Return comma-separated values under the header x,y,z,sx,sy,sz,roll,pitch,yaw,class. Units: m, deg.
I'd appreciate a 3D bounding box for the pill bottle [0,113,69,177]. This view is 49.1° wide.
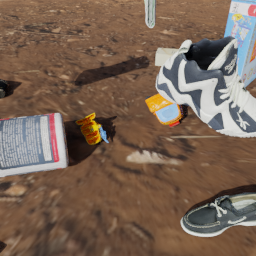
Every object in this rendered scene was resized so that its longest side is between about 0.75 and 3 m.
x,y,z,sx,sy,sz,roll,pitch,yaw,class
-2.209,0.360,5.572,1.909,1.142,1.142,-7,35,-12,pill bottle

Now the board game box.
x,y,z,sx,sy,sz,roll,pitch,yaw,class
3.802,-2.724,8.702,0.753,2.695,2.639,26,41,31,board game box

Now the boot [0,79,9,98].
x,y,z,sx,sy,sz,roll,pitch,yaw,class
-4.185,-1.220,8.564,0.988,0.361,0.744,1,35,-5,boot

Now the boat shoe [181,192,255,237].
x,y,z,sx,sy,sz,roll,pitch,yaw,class
1.638,1.383,4.693,1.549,0.467,0.586,-10,36,-14,boat shoe

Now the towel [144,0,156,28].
x,y,z,sx,sy,sz,roll,pitch,yaw,class
0.323,-2.905,5.528,0.233,1.130,1.515,-8,61,-1,towel

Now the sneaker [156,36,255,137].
x,y,z,sx,sy,sz,roll,pitch,yaw,class
1.521,-0.660,4.247,2.068,1.346,0.825,33,67,6,sneaker

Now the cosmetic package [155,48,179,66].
x,y,z,sx,sy,sz,roll,pitch,yaw,class
1.739,-2.623,10.494,1.351,0.494,0.699,8,35,9,cosmetic package

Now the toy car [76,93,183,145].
x,y,z,sx,sy,sz,roll,pitch,yaw,class
0.220,-0.169,7.041,2.738,1.343,0.911,-22,82,-3,toy car
